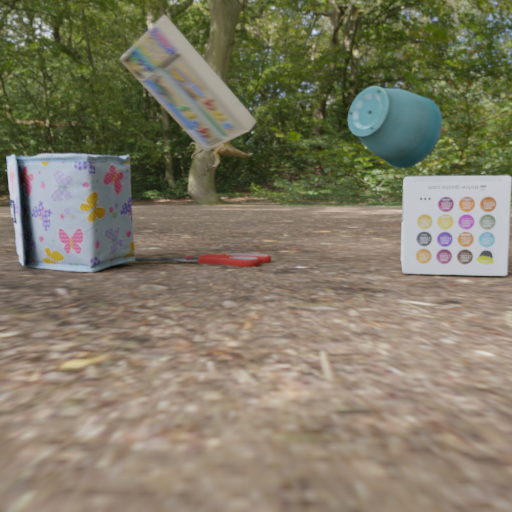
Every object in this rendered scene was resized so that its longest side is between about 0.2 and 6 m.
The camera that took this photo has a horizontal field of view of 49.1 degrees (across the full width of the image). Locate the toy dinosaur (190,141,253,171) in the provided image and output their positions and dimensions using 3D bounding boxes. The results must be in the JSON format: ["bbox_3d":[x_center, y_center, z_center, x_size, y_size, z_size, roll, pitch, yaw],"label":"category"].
[{"bbox_3d":[-0.901,-2.547,13.417,1.954,0.988,0.569,26,0,-29],"label":"toy dinosaur"}]

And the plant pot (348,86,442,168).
[{"bbox_3d":[2.350,-2.359,9.928,1.250,1.331,1.331,12,-2,-37],"label":"plant pot"}]

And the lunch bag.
[{"bbox_3d":[-3.179,-0.727,9.071,2.168,1.838,1.378,6,12,27],"label":"lunch bag"}]

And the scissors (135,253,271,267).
[{"bbox_3d":[-0.994,0.070,9.659,2.465,0.172,0.902,0,9,11],"label":"scissors"}]

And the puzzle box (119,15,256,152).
[{"bbox_3d":[-1.333,-3.199,10.824,1.680,2.525,0.321,-10,40,54],"label":"puzzle box"}]

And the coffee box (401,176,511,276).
[{"bbox_3d":[2.984,-0.487,8.601,1.453,1.439,1.455,1,7,13],"label":"coffee box"}]
